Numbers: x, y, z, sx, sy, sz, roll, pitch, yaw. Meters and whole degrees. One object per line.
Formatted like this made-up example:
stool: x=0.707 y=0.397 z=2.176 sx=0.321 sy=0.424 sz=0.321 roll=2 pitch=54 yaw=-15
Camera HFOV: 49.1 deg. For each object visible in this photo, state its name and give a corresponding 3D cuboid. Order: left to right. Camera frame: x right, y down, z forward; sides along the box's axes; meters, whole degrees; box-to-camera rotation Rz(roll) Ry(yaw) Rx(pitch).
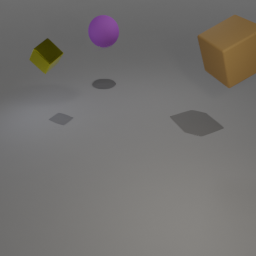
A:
cube: x=-2.684 y=-2.356 z=9.205 sx=0.700 sy=0.700 sz=0.700 roll=43 pitch=56 yaw=-11
ball: x=-1.106 y=-4.386 z=12.746 sx=1.400 sy=1.400 sz=1.400 roll=0 pitch=31 yaw=0
cube: x=3.221 y=-2.378 z=8.669 sx=1.400 sy=1.400 sz=1.400 roll=-30 pitch=41 yaw=-1
